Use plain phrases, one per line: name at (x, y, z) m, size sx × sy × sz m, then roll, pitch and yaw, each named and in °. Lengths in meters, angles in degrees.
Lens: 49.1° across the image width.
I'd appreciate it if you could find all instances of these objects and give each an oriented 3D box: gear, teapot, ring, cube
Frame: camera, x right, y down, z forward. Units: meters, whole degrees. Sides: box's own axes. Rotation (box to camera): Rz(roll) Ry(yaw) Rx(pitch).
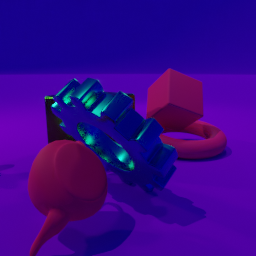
gear at (-0.222, 0.154, 3.927) m, size 1.898 × 1.898 × 0.351 m, roll 13°, pitch 55°, yaw 45°
teapot at (-0.709, 0.653, 3.085) m, size 0.715 × 0.908 × 1.461 m, roll -37°, pitch 27°, yaw 30°
ring at (1.290, 0.184, 6.479) m, size 1.916 × 0.383 × 1.916 m, roll 3°, pitch 20°, yaw -1°
cube at (-0.739, -0.031, 5.743) m, size 1.311 × 1.311 × 1.311 m, roll 9°, pitch 16°, yaw 36°
cube at (1.020, -0.584, 6.190) m, size 0.903 × 0.903 × 0.903 m, roll 17°, pitch -29°, yaw -21°
